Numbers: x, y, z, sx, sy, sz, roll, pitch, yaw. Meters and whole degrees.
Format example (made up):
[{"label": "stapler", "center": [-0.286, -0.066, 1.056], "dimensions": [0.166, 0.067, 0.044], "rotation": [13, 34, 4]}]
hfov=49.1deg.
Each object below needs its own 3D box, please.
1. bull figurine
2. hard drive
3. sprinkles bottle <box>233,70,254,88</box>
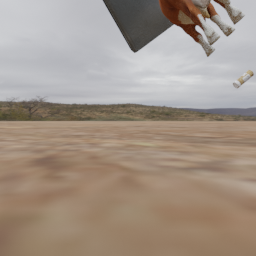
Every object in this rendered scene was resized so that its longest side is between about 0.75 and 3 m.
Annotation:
[{"label": "bull figurine", "center": [0.960, -1.835, 4.195], "dimensions": [0.753, 1.403, 2.312], "rotation": [-44, -4, 20]}, {"label": "hard drive", "center": [0.278, -3.569, 7.762], "dimensions": [1.724, 2.470, 0.406], "rotation": [-36, 43, 2]}, {"label": "sprinkles bottle", "center": [4.313, -1.827, 10.477], "dimensions": [0.851, 0.290, 0.290], "rotation": [-37, 12, -13]}]
